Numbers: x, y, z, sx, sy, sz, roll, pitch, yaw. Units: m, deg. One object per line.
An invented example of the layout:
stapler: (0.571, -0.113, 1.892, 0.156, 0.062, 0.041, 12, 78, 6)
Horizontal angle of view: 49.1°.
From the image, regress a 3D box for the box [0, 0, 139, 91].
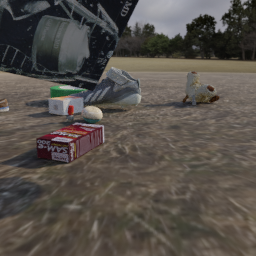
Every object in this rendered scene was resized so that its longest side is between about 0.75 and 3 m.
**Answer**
box: (-1.033, -1.700, 3.468, 1.907, 1.940, 1.202, 6, 38, -37)

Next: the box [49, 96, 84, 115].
box: (-2.115, -0.785, 9.624, 0.730, 0.510, 0.959, 9, 16, 33)

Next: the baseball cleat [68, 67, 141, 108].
baseball cleat: (-0.935, -1.466, 10.314, 2.851, 1.517, 0.994, 0, 19, 8)

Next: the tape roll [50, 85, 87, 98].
tape roll: (-2.023, -1.492, 12.300, 2.688, 0.646, 2.688, 1, 14, 0)

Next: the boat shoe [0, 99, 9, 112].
boat shoe: (-4.809, -0.763, 9.564, 0.493, 0.493, 1.364, 13, 19, 43)

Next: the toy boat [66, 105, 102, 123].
toy boat: (-1.270, -0.373, 8.200, 1.032, 0.479, 0.867, 6, 17, -7)

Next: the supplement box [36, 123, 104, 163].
supplement box: (-1.084, 0.247, 5.534, 0.726, 0.406, 1.335, 5, 16, 21)

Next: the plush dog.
plush dog: (3.072, -1.474, 11.855, 1.357, 1.267, 1.580, 7, 36, -42)
